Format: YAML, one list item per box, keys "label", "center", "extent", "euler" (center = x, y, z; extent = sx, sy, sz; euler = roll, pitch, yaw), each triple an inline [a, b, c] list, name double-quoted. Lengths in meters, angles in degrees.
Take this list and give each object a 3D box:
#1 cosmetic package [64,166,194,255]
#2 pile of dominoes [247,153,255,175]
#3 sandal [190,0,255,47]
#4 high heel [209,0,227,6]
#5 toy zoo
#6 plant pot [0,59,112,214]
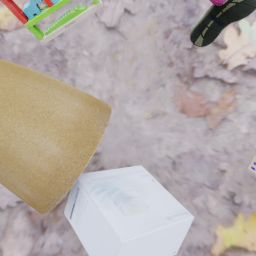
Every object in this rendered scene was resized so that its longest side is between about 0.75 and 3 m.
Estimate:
- label: "cosmetic package"
  center: [-0.021, 1.558, 4.984]
  extent: [1.587, 0.979, 1.592]
  euler: [-2, 31, -39]
- label: "pile of dominoes"
  center: [3.559, 0.948, 5.994]
  extent: [1.713, 0.273, 1.335]
  euler: [34, 42, 17]
- label: "sandal"
  center: [1.988, -2.423, 5.882]
  extent: [0.683, 1.719, 0.491]
  euler: [40, 45, -17]
- label: "high heel"
  center: [1.456, -3.364, 5.395]
  extent: [1.072, 0.753, 2.236]
  euler: [19, 62, -31]
- label: "toy zoo"
  center: [-2.093, -3.367, 6.076]
  extent: [1.905, 2.904, 0.297]
  euler: [-27, 50, 15]
- label: "plant pot"
  center: [-2.048, -0.123, 5.105]
  extent: [2.593, 2.416, 2.416]
  euler: [34, 73, -17]
